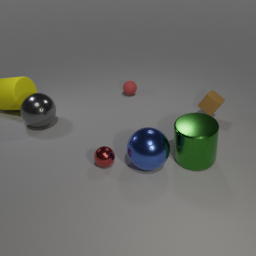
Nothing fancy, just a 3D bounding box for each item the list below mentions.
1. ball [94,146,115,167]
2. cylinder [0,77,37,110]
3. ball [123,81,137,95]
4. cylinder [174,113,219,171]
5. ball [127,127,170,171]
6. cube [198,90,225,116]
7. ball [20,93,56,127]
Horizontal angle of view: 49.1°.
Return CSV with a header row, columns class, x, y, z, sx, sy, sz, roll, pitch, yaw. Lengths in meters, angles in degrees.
class,x,y,z,sx,sy,sz,roll,pitch,yaw
ball,-0.780,0.947,9.287,0.700,0.700,0.700,0,32,0
cylinder,-4.980,-1.499,12.272,1.400,1.400,1.400,1,29,25
ball,0.098,-2.017,14.020,0.700,0.700,0.700,0,32,0
cylinder,2.235,0.437,9.265,1.400,1.400,1.400,-5,36,4
ball,0.657,0.669,9.068,1.400,1.400,1.400,0,32,0
cube,3.464,-1.047,11.626,0.700,0.700,0.700,43,39,12
ball,-3.620,-0.721,11.318,1.400,1.400,1.400,0,32,0
